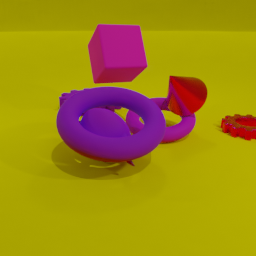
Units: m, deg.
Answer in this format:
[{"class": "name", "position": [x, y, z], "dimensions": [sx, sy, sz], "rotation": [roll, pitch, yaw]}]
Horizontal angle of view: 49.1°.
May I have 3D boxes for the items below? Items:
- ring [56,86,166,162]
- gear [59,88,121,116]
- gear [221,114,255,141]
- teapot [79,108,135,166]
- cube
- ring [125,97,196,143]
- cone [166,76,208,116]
[{"class": "ring", "position": [-0.308, -0.155, 5.381], "dimensions": [2.084, 0.417, 2.084], "rotation": [4, 39, -3]}, {"class": "gear", "position": [-1.209, -0.897, 9.215], "dimensions": [2.014, 0.372, 2.014], "rotation": [0, 22, 0]}, {"class": "gear", "position": [3.093, -0.039, 7.175], "dimensions": [1.333, 0.246, 1.333], "rotation": [0, 21, 0]}, {"class": "teapot", "position": [-0.481, 0.221, 5.491], "dimensions": [1.810, 1.125, 0.886], "rotation": [20, 56, 29]}, {"class": "cube", "position": [-0.296, -1.828, 7.048], "dimensions": [1.096, 1.096, 1.096], "rotation": [-7, -8, -22]}, {"class": "ring", "position": [0.810, -0.244, 7.039], "dimensions": [1.755, 0.351, 1.755], "rotation": [-3, 36, 2]}, {"class": "cone", "position": [1.168, -0.954, 6.469], "dimensions": [1.049, 1.049, 1.053], "rotation": [16, -10, 36]}]
